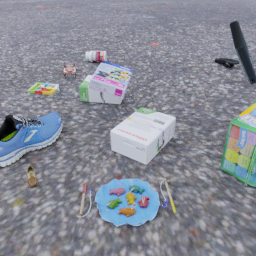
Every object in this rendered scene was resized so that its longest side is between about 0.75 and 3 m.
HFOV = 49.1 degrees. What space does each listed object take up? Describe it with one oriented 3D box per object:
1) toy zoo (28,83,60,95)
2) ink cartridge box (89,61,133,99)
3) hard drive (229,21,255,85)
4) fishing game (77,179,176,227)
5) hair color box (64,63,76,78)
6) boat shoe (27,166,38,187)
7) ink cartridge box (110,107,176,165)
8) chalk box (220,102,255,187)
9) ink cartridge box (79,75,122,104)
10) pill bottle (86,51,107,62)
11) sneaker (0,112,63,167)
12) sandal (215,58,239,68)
[{"bbox_3d":[-3.886,-1.856,13.243,1.376,0.141,0.903,7,34,11],"label":"toy zoo"},{"bbox_3d":[-0.537,-1.845,10.041,1.230,0.433,2.061,18,33,-1],"label":"ink cartridge box"},{"bbox_3d":[2.304,-1.481,5.569,0.179,1.090,0.761,-17,52,28],"label":"hard drive"},{"bbox_3d":[-0.031,1.836,7.354,2.484,0.386,1.779,-1,30,-1],"label":"fishing game"},{"bbox_3d":[-3.085,-3.048,14.871,0.620,0.374,1.221,-6,34,-10],"label":"hair color box"},{"bbox_3d":[-2.805,1.389,8.103,0.290,0.283,0.767,-15,36,-21],"label":"boat shoe"},{"bbox_3d":[0.531,0.194,9.441,1.421,0.824,1.963,20,38,27],"label":"ink cartridge box"},{"bbox_3d":[3.875,0.566,8.018,1.751,1.760,2.829,28,41,36],"label":"chalk box"},{"bbox_3d":[-1.077,-1.719,12.444,1.833,0.773,1.339,6,33,9],"label":"ink cartridge box"},{"bbox_3d":[-1.850,-4.167,16.340,1.157,0.654,0.654,3,33,4],"label":"pill bottle"},{"bbox_3d":[-3.327,0.096,9.202,1.119,1.270,2.848,22,38,29],"label":"sneaker"},{"bbox_3d":[5.645,-3.674,15.889,0.673,0.428,1.790,-12,22,-17],"label":"sandal"}]
